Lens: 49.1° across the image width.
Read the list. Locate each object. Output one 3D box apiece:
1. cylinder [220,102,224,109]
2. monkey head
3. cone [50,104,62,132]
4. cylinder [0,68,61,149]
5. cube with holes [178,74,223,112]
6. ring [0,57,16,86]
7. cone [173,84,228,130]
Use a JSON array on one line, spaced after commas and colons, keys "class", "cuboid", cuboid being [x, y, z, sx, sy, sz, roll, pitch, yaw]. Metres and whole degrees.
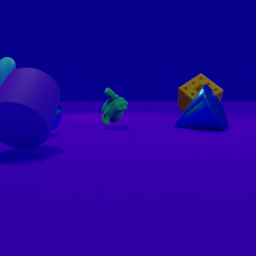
[{"class": "cylinder", "cuboid": [3.083, -0.663, 10.794, 0.873, 0.873, 0.873, -5, 8, -42]}, {"class": "monkey head", "cuboid": [-0.536, -0.691, 8.770, 0.823, 0.982, 1.365, -37, 18, 24]}, {"class": "cone", "cuboid": [-2.077, -0.349, 6.711, 1.039, 1.039, 1.043, -2, 3, -17]}, {"class": "cylinder", "cuboid": [-1.778, -0.344, 4.860, 1.028, 1.028, 1.028, 0, 44, 1]}, {"class": "cube with holes", "cuboid": [2.470, -1.009, 9.722, 1.030, 1.030, 1.030, -33, 58, -15]}, {"class": "ring", "cuboid": [-3.499, -1.016, 7.705, 0.377, 1.886, 1.886, 15, 1, -19]}, {"class": "cone", "cuboid": [2.001, -0.331, 8.490, 1.476, 1.470, 1.470, -27, -9, 30]}]
